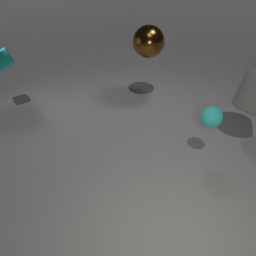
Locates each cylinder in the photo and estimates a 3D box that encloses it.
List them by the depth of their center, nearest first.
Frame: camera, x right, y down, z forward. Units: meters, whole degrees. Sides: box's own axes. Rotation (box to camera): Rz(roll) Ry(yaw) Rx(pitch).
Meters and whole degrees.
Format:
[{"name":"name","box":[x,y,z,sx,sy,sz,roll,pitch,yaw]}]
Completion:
[{"name":"cylinder","box":[4.705,-1.264,10.082,1.400,1.400,1.400,15,22,-6]}]

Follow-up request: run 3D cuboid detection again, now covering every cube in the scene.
[{"name":"cube","box":[-5.158,-2.849,11.433,0.700,0.700,0.700,-32,35,-11]}]

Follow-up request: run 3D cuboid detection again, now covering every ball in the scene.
[{"name":"ball","box":[2.734,-0.357,9.154,0.700,0.700,0.700,0,33,0]},{"name":"ball","box":[0.902,-3.783,12.262,1.400,1.400,1.400,0,33,0]}]
